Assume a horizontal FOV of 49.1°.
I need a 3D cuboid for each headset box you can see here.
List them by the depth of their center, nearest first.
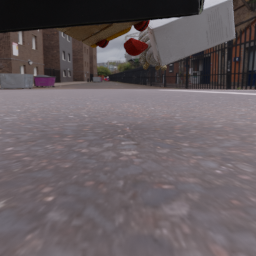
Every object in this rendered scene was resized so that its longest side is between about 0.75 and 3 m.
[{"bbox_3d":[-0.382,-1.695,2.334,1.968,1.048,2.260,-1,40,11],"label":"headset box"}]

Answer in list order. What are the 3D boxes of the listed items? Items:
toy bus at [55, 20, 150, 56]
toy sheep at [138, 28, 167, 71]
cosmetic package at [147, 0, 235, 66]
[{"bbox_3d":[-0.465,-2.733,5.847,2.670,1.380,2.519,8,-11,4],"label":"toy bus"},{"bbox_3d":[0.828,-2.414,8.363,1.227,1.780,1.227,-17,-23,-7],"label":"toy sheep"},{"bbox_3d":[1.410,-2.205,6.327,1.834,0.932,0.679,-19,34,1],"label":"cosmetic package"}]
